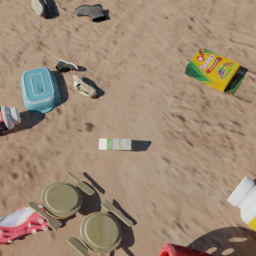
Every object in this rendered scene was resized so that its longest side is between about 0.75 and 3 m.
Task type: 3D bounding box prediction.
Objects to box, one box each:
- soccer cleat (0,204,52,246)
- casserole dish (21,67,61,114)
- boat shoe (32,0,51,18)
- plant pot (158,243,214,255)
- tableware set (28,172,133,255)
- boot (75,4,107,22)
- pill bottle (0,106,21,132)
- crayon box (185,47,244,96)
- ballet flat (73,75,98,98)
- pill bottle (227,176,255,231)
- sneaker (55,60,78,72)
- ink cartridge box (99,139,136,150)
[{"bbox_3d":[-3.676,3.047,8.959,2.517,0.839,0.962,-14,30,-4],"label":"soccer cleat"},{"bbox_3d":[-3.845,-1.751,12.156,1.549,0.496,2.558,-16,59,-10],"label":"casserole dish"},{"bbox_3d":[-4.758,-6.698,15.413,0.668,0.774,2.129,14,37,-44],"label":"boat shoe"},{"bbox_3d":[1.954,4.522,6.735,2.648,2.908,2.908,11,57,-3],"label":"plant pot"},{"bbox_3d":[-1.526,2.882,8.975,2.972,0.596,1.965,36,39,14],"label":"tableware set"},{"bbox_3d":[-2.000,-6.070,14.949,1.567,0.547,1.032,-15,64,-5],"label":"boot"},{"bbox_3d":[-5.148,-0.285,10.905,1.710,0.962,0.962,-17,59,-10],"label":"pill bottle"},{"bbox_3d":[3.961,-2.580,12.624,2.347,0.596,1.490,30,62,18],"label":"crayon box"},{"bbox_3d":[-2.005,-1.790,12.183,1.524,0.519,0.512,37,73,23],"label":"ballet flat"},{"bbox_3d":[4.496,2.708,8.690,2.572,1.440,1.440,38,65,22],"label":"pill bottle"},{"bbox_3d":[-2.839,-2.740,12.869,1.120,0.396,0.556,22,61,20],"label":"sneaker"},{"bbox_3d":[-0.358,0.602,10.290,1.249,0.731,0.420,2,87,-27],"label":"ink cartridge box"}]
